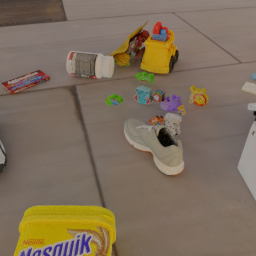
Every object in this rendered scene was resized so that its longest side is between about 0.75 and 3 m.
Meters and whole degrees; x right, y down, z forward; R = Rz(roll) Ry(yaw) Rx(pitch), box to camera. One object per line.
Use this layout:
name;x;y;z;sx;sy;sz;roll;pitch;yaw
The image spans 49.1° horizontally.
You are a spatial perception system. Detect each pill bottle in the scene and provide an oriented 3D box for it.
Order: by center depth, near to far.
pill bottle;-1.499;-2.539;11.309;1.739;0.991;0.991;9;40;9

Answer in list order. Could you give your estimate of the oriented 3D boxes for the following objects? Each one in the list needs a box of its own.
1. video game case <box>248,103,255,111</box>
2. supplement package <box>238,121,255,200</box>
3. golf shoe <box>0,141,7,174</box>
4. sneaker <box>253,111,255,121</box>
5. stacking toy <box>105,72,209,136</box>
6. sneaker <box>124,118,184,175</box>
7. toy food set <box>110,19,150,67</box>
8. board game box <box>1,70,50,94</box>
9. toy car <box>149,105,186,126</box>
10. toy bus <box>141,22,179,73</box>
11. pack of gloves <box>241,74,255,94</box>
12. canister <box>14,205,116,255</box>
video game case;4.895;-0.588;8.071;1.842;0.240;2.024;-5;10;-34
supplement package;4.403;0.851;6.594;2.812;1.650;1.644;-3;39;-4
golf shoe;-4.133;0.169;7.696;1.130;1.373;2.906;-17;44;-22
sneaker;4.324;-0.062;8.636;0.652;0.587;1.674;4;32;10
stacking toy;0.997;-0.969;9.680;2.974;0.699;2.242;22;42;26
sneaker;0.733;0.198;7.848;0.897;1.090;2.371;-24;44;-29
toy food set;0.283;-3.506;12.245;0.939;1.691;2.874;45;50;-7
board game box;-4.035;-1.854;11.125;1.658;0.161;0.853;-31;47;-32
toy car;1.251;-0.323;8.730;1.162;0.570;0.387;-28;75;12
toy bus;1.396;-3.516;11.789;1.363;1.928;2.009;13;39;18
pack of gloves;5.627;-1.692;10.741;2.025;0.399;1.701;22;45;25
canister;-1.181;2.703;4.805;1.869;1.089;2.517;0;40;0
